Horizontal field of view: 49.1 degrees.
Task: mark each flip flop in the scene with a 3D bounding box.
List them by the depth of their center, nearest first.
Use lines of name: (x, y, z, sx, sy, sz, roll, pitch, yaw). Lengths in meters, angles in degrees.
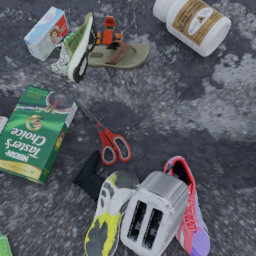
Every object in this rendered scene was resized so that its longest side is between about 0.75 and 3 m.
flip flop: (-0.504, -2.807, 10.370, 2.636, 0.759, 1.069, 1, 67, 1)

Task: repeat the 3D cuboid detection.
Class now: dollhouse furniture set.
dollhouse furniture set: (-0.764, -3.697, 10.851, 1.135, 0.584, 1.122, 3, 67, 1)

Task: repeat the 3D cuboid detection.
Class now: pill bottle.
pill bottle: (2.310, -4.036, 10.482, 2.667, 1.525, 1.525, 42, 73, 16)

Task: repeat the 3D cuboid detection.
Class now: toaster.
toaster: (0.715, 2.184, 7.281, 1.320, 1.500, 2.322, 23, 108, 20)

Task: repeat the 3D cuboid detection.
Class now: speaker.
speaker: (-3.500, 3.477, 7.880, 0.375, 0.375, 0.849, -24, 69, -10)

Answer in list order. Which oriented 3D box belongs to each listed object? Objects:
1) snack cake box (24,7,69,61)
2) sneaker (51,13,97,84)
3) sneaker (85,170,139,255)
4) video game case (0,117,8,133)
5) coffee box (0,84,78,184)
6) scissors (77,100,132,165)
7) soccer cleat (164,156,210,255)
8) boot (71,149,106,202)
snack cake box: (-3.019, -3.534, 10.547, 0.589, 1.008, 1.752, 27, 69, 11)
sneaker: (-1.552, -2.428, 8.014, 1.024, 0.888, 2.310, 13, 68, 5)
sneaker: (-0.535, 2.452, 7.978, 1.039, 1.181, 2.790, 26, 51, 3)
video game case: (-4.665, 0.419, 8.988, 1.261, 0.154, 1.764, 3, 62, 35)
coffee box: (-3.019, 0.136, 9.152, 1.837, 0.657, 2.987, 18, 68, 7)
scissors: (-0.824, 0.007, 9.506, 1.026, 0.195, 2.805, -24, 68, -7)
soccer cleat: (1.665, 2.208, 8.026, 0.956, 1.096, 2.867, -10, 67, -4)
boot: (-0.957, 1.466, 8.659, 1.107, 0.503, 1.317, 32, 76, 16)
